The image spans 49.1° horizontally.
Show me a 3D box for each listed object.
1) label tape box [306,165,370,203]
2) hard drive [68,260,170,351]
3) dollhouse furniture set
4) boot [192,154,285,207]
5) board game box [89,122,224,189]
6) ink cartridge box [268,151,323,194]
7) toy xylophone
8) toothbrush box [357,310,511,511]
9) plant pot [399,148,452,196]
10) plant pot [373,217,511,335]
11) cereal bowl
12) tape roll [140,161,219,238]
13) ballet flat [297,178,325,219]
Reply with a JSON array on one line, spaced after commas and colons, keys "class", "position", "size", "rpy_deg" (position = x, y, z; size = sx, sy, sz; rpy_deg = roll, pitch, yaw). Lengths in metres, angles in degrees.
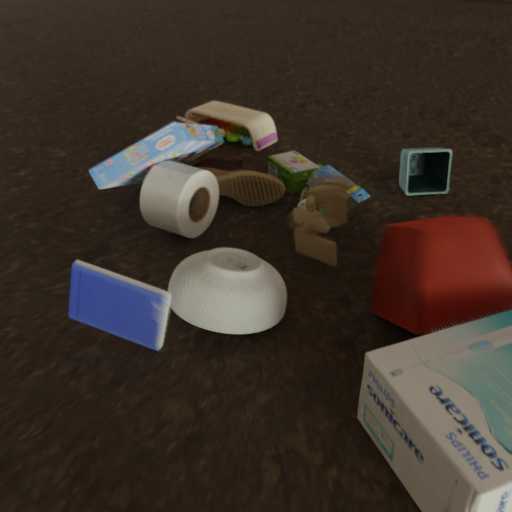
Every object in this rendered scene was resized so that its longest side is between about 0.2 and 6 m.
[{"class": "label tape box", "position": [1.683, -1.355, 11.392], "size": [1.113, 0.368, 0.797], "rpy_deg": [39, 31, 13]}, {"class": "hard drive", "position": [-2.002, 0.723, 8.109], "size": [1.467, 0.968, 0.186], "rpy_deg": [19, 29, 9]}, {"class": "dollhouse furniture set", "position": [1.422, -0.653, 9.955], "size": [1.177, 1.119, 0.959], "rpy_deg": [-25, 33, -32]}, {"class": "boot", "position": [-0.424, -1.884, 12.689], "size": [2.263, 0.819, 1.882], "rpy_deg": [3, 32, 6]}, {"class": "board game box", "position": [-1.967, -2.108, 11.712], "size": [2.012, 0.487, 2.659], "rpy_deg": [-25, 4, 17]}, {"class": "ink cartridge box", "position": [1.170, -2.049, 13.190], "size": [1.492, 0.565, 1.102], "rpy_deg": [-17, 36, -23]}, {"class": "toy xylophone", "position": [-0.939, -3.585, 15.458], "size": [2.092, 0.718, 2.857], "rpy_deg": [-28, 42, -36]}, {"class": "toothbrush box", "position": [2.926, 1.819, 6.486], "size": [2.836, 1.209, 2.076], "rpy_deg": [-12, 34, -18]}, {"class": "plant pot", "position": [3.761, -2.008, 12.811], "size": [0.992, 0.995, 1.013], "rpy_deg": [-3, 21, -4]}, {"class": "plant pot", "position": [2.717, 0.186, 8.316], "size": [1.623, 1.431, 1.624], "rpy_deg": [-8, 7, -10]}, {"class": "cereal bowl", "position": [-0.413, 0.398, 8.809], "size": [1.903, 0.793, 1.903], "rpy_deg": [8, 23, -4]}, {"class": "tape roll", "position": [-1.482, -1.112, 10.981], "size": [0.937, 1.364, 1.364], "rpy_deg": [19, 37, 26]}, {"class": "ballet flat", "position": [1.249, -1.109, 11.773], "size": [0.694, 0.750, 2.127], "rpy_deg": [-18, 23, 22]}]
